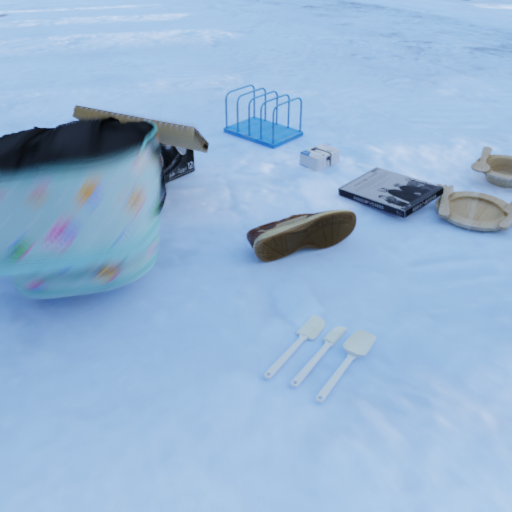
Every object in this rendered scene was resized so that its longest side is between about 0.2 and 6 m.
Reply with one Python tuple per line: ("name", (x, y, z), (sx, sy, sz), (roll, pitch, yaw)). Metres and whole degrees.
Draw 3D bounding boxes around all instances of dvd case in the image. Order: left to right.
("dvd case", (2.838, -1.380, 11.906), (1.325, 0.218, 1.763), (-29, 37, -30))

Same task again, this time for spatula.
("spatula", (0.912, 1.402, 7.934), (1.110, 0.128, 1.596), (20, 37, 27))

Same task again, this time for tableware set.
("tableware set", (5.910, -1.163, 11.550), (4.155, 0.482, 3.470), (19, 37, 27))

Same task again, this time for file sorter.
("file sorter", (0.189, -3.777, 14.980), (1.820, 1.116, 1.263), (27, 42, 34))

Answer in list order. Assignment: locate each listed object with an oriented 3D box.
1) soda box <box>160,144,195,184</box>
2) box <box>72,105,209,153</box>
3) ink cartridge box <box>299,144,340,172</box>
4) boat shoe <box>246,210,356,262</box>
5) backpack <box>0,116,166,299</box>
("soda box", (-2.685, -1.958, 12.384), (1.006, 0.900, 2.842), (25, 41, 33))
("box", (-2.229, -2.538, 11.364), (2.349, 0.250, 1.920), (11, 3, 3))
("ink cartridge box", (1.538, -2.381, 13.539), (0.818, 0.344, 0.591), (-26, 41, -34))
("boat shoe", (0.830, -0.515, 10.358), (2.108, 0.761, 0.759), (-19, 39, -16))
("backpack", (-2.915, -0.789, 8.819), (3.013, 2.627, 3.427), (-6, 15, -4))
